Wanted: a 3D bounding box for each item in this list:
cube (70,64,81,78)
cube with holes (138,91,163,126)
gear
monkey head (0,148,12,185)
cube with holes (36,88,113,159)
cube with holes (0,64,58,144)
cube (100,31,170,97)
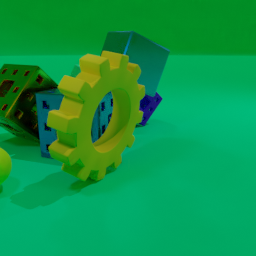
[{"bbox_3d":[-1.312,-1.292,9.041,1.094,1.094,1.094,29,12,2],"label":"cube"},{"bbox_3d":[0.165,-0.817,7.915,0.963,0.963,0.963,40,-7,-41],"label":"cube with holes"},{"bbox_3d":[-0.395,-0.163,4.466,0.370,2.003,2.003,19,23,28],"label":"gear"},{"bbox_3d":[-2.191,0.512,4.098,0.750,0.896,1.245,-47,0,-25],"label":"monkey head"},{"bbox_3d":[-0.918,-0.147,5.817,1.298,1.298,1.298,6,17,19],"label":"cube with holes"},{"bbox_3d":[-2.300,-0.532,6.299,1.252,1.252,1.252,11,-23,35],"label":"cube with holes"},{"bbox_3d":[0.067,-1.482,6.459,1.116,1.116,1.116,15,7,-35],"label":"cube"}]
